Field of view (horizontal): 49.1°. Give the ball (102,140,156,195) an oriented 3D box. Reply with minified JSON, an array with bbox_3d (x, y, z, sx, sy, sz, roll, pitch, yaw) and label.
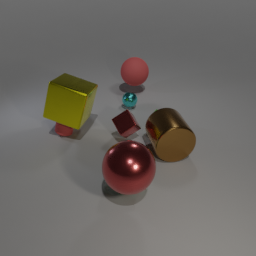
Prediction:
[{"bbox_3d":[0.023,1.014,7.247,1.400,1.400,1.400,0,32,0],"label":"ball"}]

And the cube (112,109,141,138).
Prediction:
[{"bbox_3d":[-0.053,-0.146,10.253,0.700,0.700,0.700,-33,71,8],"label":"cube"}]

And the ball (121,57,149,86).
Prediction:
[{"bbox_3d":[0.329,-2.786,13.850,1.400,1.400,1.400,0,32,0],"label":"ball"}]

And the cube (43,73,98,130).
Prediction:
[{"bbox_3d":[-2.086,-1.011,10.282,1.400,1.400,1.400,20,26,2],"label":"cube"}]

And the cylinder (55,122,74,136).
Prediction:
[{"bbox_3d":[-2.426,-0.157,10.827,0.700,0.700,0.700,15,26,-7],"label":"cylinder"}]

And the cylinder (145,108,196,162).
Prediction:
[{"bbox_3d":[1.433,0.216,9.672,1.400,1.400,1.400,-6,32,-10],"label":"cylinder"}]

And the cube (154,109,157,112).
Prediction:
[{"bbox_3d":[1.274,-0.223,11.071,0.700,0.700,0.700,17,35,24],"label":"cube"}]

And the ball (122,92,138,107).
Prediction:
[{"bbox_3d":[0.081,-1.288,12.662,0.700,0.700,0.700,0,32,0],"label":"ball"}]
